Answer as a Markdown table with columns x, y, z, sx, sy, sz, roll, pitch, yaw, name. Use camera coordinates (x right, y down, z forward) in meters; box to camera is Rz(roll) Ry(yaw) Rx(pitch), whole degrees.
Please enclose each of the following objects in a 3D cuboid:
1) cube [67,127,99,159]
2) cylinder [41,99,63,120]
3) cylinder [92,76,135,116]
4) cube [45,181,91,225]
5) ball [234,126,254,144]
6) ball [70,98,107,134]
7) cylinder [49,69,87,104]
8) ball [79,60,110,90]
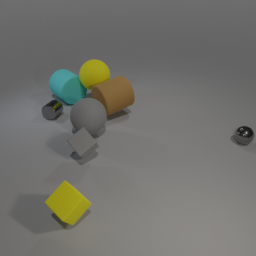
| x | y | z | sx | sy | sz | roll | pitch | yaw | name |
| --- | --- | --- | --- | --- | --- | --- | --- | --- | --- |
| -1.487 | 0.519 | 9.342 | 0.700 | 0.700 | 0.700 | -40 | 78 | -9 | cube |
| -3.336 | -0.812 | 12.375 | 0.700 | 0.700 | 0.700 | 9 | 31 | 15 | cylinder |
| -0.658 | -1.403 | 12.236 | 1.400 | 1.400 | 1.400 | -26 | 38 | -24 | cylinder |
| -1.459 | 1.850 | 6.898 | 0.700 | 0.700 | 0.700 | 36 | 75 | 24 | cube |
| 4.370 | 0.266 | 10.530 | 0.700 | 0.700 | 0.700 | 0 | 30 | 0 | ball |
| -1.523 | -0.456 | 10.790 | 1.400 | 1.400 | 1.400 | 0 | 30 | 0 | ball |
| -2.942 | -2.036 | 13.772 | 1.400 | 1.400 | 1.400 | -21 | 36 | -32 | cylinder |
| -1.519 | -2.417 | 12.839 | 1.400 | 1.400 | 1.400 | 0 | 30 | 0 | ball |
